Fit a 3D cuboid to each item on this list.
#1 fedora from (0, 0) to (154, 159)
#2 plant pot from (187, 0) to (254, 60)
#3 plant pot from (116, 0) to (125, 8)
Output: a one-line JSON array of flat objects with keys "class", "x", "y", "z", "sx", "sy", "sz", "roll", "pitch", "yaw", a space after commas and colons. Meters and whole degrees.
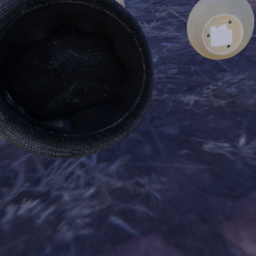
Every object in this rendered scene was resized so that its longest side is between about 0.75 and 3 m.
[{"class": "fedora", "x": -0.882, "y": -0.757, "z": 3.982, "sx": 2.499, "sy": 2.499, "sz": 1.141, "roll": -24, "pitch": 14, "yaw": -29}, {"class": "plant pot", "x": 2.137, "y": -2.246, "z": 6.453, "sx": 1.641, "sy": 1.641, "sz": 1.752, "roll": 9, "pitch": 28, "yaw": 12}, {"class": "plant pot", "x": -0.915, "y": -3.714, "z": 8.330, "sx": 1.534, "sy": 1.437, "sz": 1.437, "roll": -14, "pitch": 36, "yaw": 10}]
